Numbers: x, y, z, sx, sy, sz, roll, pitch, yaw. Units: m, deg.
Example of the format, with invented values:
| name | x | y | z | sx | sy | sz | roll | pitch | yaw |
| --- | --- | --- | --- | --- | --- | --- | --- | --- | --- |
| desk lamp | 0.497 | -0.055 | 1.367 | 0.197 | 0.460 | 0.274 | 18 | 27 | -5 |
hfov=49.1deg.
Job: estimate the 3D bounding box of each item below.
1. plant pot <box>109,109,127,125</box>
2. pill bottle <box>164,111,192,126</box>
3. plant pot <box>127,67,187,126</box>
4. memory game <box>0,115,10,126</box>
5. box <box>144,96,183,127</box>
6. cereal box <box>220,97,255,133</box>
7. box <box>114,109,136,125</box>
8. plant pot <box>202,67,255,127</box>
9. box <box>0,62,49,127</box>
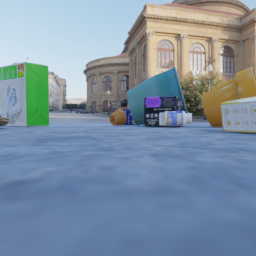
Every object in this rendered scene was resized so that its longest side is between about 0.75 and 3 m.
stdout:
| name | x | y | z | sx | sy | sz | roll | pitch | yaw |
| --- | --- | --- | --- | --- | --- | --- | --- | --- | --- |
| plant pot | -0.546 | -0.479 | 13.970 | 0.577 | 0.824 | 0.824 | -20 | 13 | -36 |
| pill bottle | 1.434 | -0.275 | 8.054 | 0.753 | 0.422 | 0.422 | 0 | 1 | 4 |
| plant pot | 1.245 | -1.149 | 12.059 | 2.267 | 2.413 | 2.413 | -14 | -2 | 12 |
| memory game | -4.588 | -0.217 | 7.407 | 2.748 | 0.175 | 2.748 | -1 | -6 | 0 |
| box | 1.305 | -0.542 | 9.951 | 1.153 | 1.000 | 1.886 | 0 | 1 | 17 |
| cereal box | 2.998 | -0.297 | 3.734 | 2.108 | 0.579 | 2.930 | -8 | 3 | -17 |
| box | -0.213 | -0.588 | 15.400 | 1.435 | 0.869 | 0.233 | 0 | 2 | 30 |
| plant pot | 3.386 | -0.785 | 9.001 | 1.680 | 1.835 | 1.835 | -17 | -7 | 27 |
| box | -4.089 | -1.209 | 10.750 | 2.035 | 2.306 | 1.115 | 2 | 3 | 33 |
